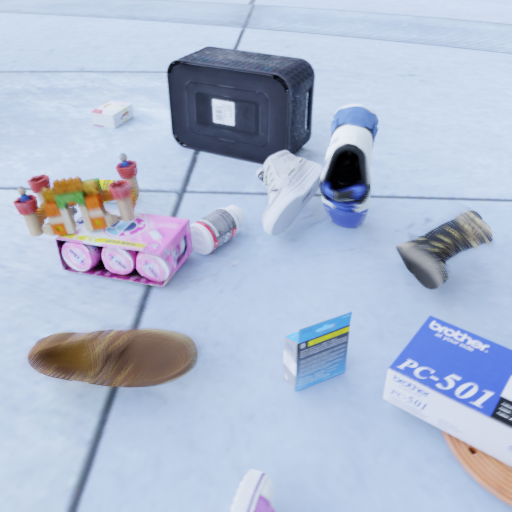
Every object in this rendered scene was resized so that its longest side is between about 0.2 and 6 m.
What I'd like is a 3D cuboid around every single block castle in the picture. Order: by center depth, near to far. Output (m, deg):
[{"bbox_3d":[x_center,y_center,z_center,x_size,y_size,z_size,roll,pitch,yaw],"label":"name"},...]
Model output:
[{"bbox_3d":[-3.132,-1.126,9.942,2.005,0.941,1.340,-9,31,0],"label":"block castle"}]

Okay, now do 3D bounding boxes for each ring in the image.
[{"bbox_3d":[3.549,2.211,6.940,2.511,0.241,2.511,0,35,0],"label":"ring"}]

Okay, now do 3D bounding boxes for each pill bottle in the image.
[{"bbox_3d":[-0.730,-0.532,10.591,0.629,0.629,1.135,23,41,30],"label":"pill bottle"},{"bbox_3d":[-3.062,-1.383,11.970,0.874,0.490,0.490,3,34,4],"label":"pill bottle"}]

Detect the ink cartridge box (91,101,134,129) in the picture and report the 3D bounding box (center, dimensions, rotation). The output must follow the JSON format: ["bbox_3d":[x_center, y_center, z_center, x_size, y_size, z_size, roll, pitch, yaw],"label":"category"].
[{"bbox_3d":[-4.066,-4.017,15.888,0.733,0.421,1.010,13,36,18],"label":"ink cartridge box"}]

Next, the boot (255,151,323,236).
[{"bbox_3d":[0.430,-1.316,11.182,1.135,0.873,2.374,29,42,13],"label":"boot"}]

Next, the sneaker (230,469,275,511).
[{"bbox_3d":[0.198,3.146,5.198,1.255,0.798,2.201,10,42,4],"label":"sneaker"}]

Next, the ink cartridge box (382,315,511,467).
[{"bbox_3d":[3.103,1.809,6.776,2.793,0.618,1.313,23,40,30],"label":"ink cartridge box"}]

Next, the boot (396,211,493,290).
[{"bbox_3d":[3.157,-0.139,9.184,1.411,0.686,1.874,-28,6,6],"label":"boot"}]

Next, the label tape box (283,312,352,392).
[{"bbox_3d":[0.816,1.206,7.581,0.829,1.150,0.364,-16,37,-22],"label":"label tape box"}]

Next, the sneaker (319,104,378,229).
[{"bbox_3d":[1.554,-1.268,10.108,1.035,2.562,1.480,10,51,12],"label":"sneaker"}]

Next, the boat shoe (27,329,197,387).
[{"bbox_3d":[-1.905,1.372,7.391,2.207,0.794,0.745,0,-5,4],"label":"boat shoe"}]

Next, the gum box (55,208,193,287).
[{"bbox_3d":[-2.249,-0.185,9.938,2.133,0.705,1.211,8,34,16],"label":"gum box"}]

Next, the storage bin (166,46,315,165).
[{"bbox_3d":[-0.388,-3.736,13.866,3.298,2.229,1.546,15,37,21],"label":"storage bin"}]
